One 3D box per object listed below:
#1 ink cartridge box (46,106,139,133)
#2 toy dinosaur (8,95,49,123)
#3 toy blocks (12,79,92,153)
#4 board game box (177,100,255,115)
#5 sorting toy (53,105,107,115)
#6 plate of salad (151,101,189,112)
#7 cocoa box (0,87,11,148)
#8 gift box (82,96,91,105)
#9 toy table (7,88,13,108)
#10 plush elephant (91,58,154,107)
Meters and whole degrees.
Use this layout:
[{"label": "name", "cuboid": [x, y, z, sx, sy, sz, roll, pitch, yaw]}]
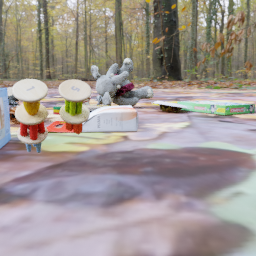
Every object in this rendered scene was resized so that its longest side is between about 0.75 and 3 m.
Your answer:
[{"label": "ink cartridge box", "cuboid": [-0.962, -0.302, 7.622, 2.330, 0.584, 1.890, 2, 9, -5]}, {"label": "toy dinosaur", "cuboid": [-3.300, -0.503, 8.357, 1.706, 0.872, 1.158, 20, 9, -46]}, {"label": "toy blocks", "cuboid": [-1.054, -0.090, 3.967, 0.996, 1.195, 0.434, -2, 48, -17]}, {"label": "board game box", "cuboid": [3.567, -0.880, 11.640, 1.756, 0.380, 2.609, -6, 11, -30]}, {"label": "sorting toy", "cuboid": [-1.459, -0.511, 9.159, 2.517, 0.426, 1.214, -5, 10, -42]}, {"label": "plate of salad", "cuboid": [1.707, -0.834, 11.410, 1.598, 0.384, 1.598, 10, 5, -1]}, {"label": "cocoa box", "cuboid": [-2.781, -0.136, 4.788, 1.108, 1.126, 1.688, -2, 9, -9]}, {"label": "gift box", "cuboid": [-1.910, -1.040, 11.024, 0.968, 1.037, 0.957, -17, 17, -7]}, {"label": "toy table", "cuboid": [-4.403, -0.930, 10.022, 1.748, 1.024, 1.607, 4, 10, 27]}, {"label": "plush elephant", "cuboid": [-0.571, -1.942, 12.751, 2.792, 2.300, 2.162, -28, -8, 7]}]
